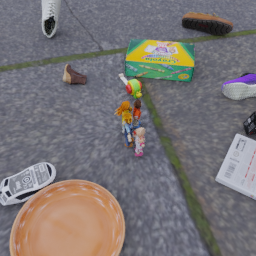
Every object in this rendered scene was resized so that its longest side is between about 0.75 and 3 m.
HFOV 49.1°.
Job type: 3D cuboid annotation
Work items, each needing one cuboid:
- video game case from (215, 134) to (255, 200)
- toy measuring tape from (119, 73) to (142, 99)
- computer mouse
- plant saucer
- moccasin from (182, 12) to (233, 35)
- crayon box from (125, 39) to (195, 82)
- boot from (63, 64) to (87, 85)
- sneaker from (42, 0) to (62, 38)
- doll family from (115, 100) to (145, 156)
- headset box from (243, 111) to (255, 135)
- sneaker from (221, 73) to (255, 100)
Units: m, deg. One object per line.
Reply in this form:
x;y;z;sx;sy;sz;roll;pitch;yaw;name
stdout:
4.284;1.418;8.349;2.779;0.250;1.990;25;53;20;video game case
0.078;-1.789;10.927;0.624;0.624;1.695;-21;52;-17;toy measuring tape
-3.143;1.789;7.877;2.444;0.536;1.340;-22;48;-11;computer mouse
-1.476;2.647;7.097;2.813;0.526;2.813;-1;49;1;plant saucer
3.922;-5.196;13.770;2.474;0.905;0.955;17;59;27;moccasin
1.343;-2.856;11.694;2.751;0.801;1.634;7;49;6;crayon box
-2.152;-2.174;11.485;0.924;0.402;1.110;7;47;-10;boot
-3.459;-5.333;12.771;0.928;2.540;0.899;-5;49;-21;sneaker
0.035;-0.113;8.911;0.913;1.258;2.027;-2;44;-3;doll family
4.644;-0.206;9.247;1.277;0.950;0.493;-4;66;-5;headset box
4.495;-1.701;10.838;2.080;0.723;1.034;-4;42;-8;sneaker
